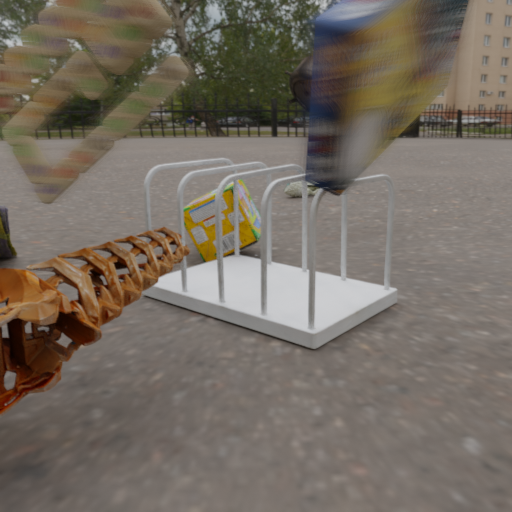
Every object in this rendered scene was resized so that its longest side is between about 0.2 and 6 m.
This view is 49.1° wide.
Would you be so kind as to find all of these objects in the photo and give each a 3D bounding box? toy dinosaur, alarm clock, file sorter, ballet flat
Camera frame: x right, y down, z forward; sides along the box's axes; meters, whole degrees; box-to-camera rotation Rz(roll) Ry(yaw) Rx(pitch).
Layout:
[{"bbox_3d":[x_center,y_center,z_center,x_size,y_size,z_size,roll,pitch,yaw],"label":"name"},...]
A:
[{"bbox_3d":[-3.042,0.639,3.839,5.402,2.759,3.667,9,22,-48],"label":"toy dinosaur"},{"bbox_3d":[1.337,-3.241,10.837,1.818,1.226,0.605,8,58,54],"label":"alarm clock"},{"bbox_3d":[0.143,-0.245,7.120,2.781,1.732,1.930,13,20,38],"label":"file sorter"},{"bbox_3d":[1.405,-1.892,15.823,0.527,0.527,1.468,13,20,39],"label":"ballet flat"}]

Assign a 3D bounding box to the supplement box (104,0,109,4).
[{"bbox_3d":[-2.684,-4.833,11.409,0.719,0.558,1.302,-32,-4,-9],"label":"supplement box"}]

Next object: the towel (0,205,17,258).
[{"bbox_3d":[-4.991,-0.239,8.225,2.696,0.307,1.936,-5,-17,-24],"label":"towel"}]

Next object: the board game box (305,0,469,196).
[{"bbox_3d":[1.351,-1.916,5.460,0.421,1.649,2.434,29,54,25],"label":"board game box"}]

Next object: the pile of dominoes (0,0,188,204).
[{"bbox_3d":[-2.691,-2.676,8.078,3.180,2.478,0.506,-38,-13,14],"label":"pile of dominoes"}]

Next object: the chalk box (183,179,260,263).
[{"bbox_3d":[-0.517,-0.649,9.451,0.992,0.987,1.594,-25,12,11],"label":"chalk box"}]
